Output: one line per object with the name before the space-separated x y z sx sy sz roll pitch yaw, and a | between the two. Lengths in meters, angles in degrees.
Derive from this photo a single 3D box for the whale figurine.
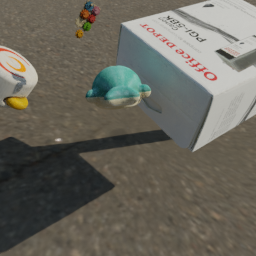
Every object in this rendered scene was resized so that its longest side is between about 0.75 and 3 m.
whale figurine | -0.133 -0.538 3.695 0.878 0.573 1.104 -6 11 -4

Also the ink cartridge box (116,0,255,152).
ink cartridge box | 1.479 -1.145 4.852 2.808 1.164 2.061 -26 57 -28

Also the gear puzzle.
gear puzzle | -0.846 -2.129 5.587 0.389 0.751 0.098 18 20 -46

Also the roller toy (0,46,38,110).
roller toy | -3.034 -1.207 6.886 1.490 1.041 1.359 32 27 -28
